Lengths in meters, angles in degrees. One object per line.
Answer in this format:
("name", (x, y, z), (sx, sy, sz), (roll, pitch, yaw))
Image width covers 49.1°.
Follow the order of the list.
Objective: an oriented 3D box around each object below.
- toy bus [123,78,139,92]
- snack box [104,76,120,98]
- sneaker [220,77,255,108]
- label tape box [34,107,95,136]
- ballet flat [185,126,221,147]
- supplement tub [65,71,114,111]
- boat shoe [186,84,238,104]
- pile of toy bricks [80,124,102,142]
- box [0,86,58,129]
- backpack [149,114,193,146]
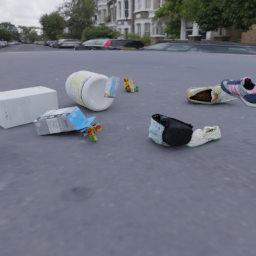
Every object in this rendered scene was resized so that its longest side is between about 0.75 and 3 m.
("toy bus", (0.057, -2.339, 15.957), (0.526, 0.960, 1.018), (-40, -5, 33))
("snack box", (-0.517, -1.275, 8.855), (0.255, 0.635, 0.753), (12, 1, -19))
("sneaker", (3.018, -1.121, 7.397), (0.546, 0.638, 1.555), (-22, 34, -12))
("label tape box", (-2.155, -0.308, 9.733), (1.768, 0.585, 1.267), (-10, 18, 10))
("ballet flat", (2.353, 0.214, 8.841), (1.457, 0.523, 0.523), (-13, 23, -32))
("supplement tub", (-1.766, -1.727, 12.640), (1.583, 1.583, 2.183), (-13, 23, -33))
("boat shoe", (4.042, -1.514, 13.196), (2.552, 0.954, 0.873), (-5, 21, 15))
("pile of toy bricks", (-1.126, 0.212, 8.864), (0.565, 0.502, 1.018), (-32, 11, -27))
("box", (-4.070, -0.880, 10.982), (2.232, 1.088, 1.388), (-18, 26, -40))
("backpack", (1.182, 0.069, 8.621), (1.140, 0.865, 1.366), (10, 12, -29))
